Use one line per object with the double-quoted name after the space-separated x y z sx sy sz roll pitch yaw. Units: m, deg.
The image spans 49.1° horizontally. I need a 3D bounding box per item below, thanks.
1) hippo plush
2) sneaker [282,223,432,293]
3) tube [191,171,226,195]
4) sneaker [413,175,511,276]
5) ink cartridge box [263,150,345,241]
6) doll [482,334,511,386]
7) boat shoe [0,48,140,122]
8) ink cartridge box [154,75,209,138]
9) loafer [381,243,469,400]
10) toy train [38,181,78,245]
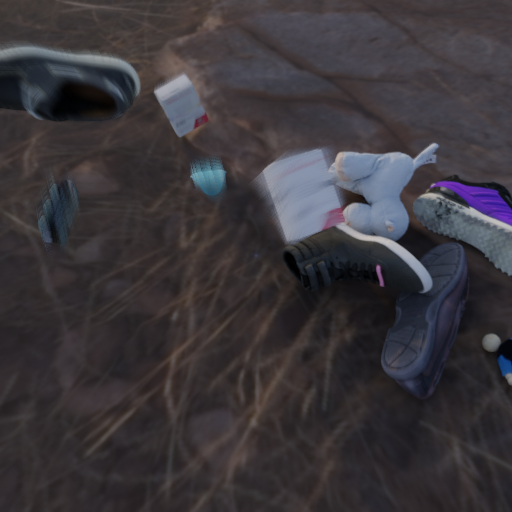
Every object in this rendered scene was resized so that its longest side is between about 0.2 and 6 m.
2.187 -0.950 9.810 1.894 1.509 1.523 -1 83 15 "hippo plush"
1.451 0.240 8.844 1.238 0.882 2.495 -40 45 -22 "sneaker"
-0.767 -1.268 9.335 0.546 1.411 0.356 -14 90 -2 "tube"
4.162 -0.651 9.606 2.621 0.911 1.304 35 60 23 "sneaker"
0.724 -0.925 8.583 0.864 0.503 1.187 -20 93 -19 "ink cartridge box"
3.985 1.612 8.301 1.347 0.326 0.919 36 60 23 "doll"
-2.985 -2.366 7.983 2.505 0.900 0.847 4 51 5 "boat shoe"
-1.469 -2.962 11.100 0.712 0.977 0.405 -30 51 -3 "ink cartridge box"
2.685 0.953 8.621 0.960 0.841 2.671 -10 37 46 "loafer"
-2.842 -0.609 8.127 0.403 0.539 0.946 14 74 -1 "toy train"
